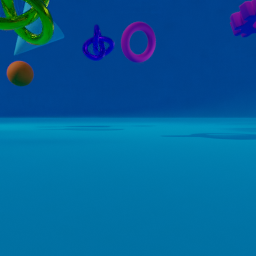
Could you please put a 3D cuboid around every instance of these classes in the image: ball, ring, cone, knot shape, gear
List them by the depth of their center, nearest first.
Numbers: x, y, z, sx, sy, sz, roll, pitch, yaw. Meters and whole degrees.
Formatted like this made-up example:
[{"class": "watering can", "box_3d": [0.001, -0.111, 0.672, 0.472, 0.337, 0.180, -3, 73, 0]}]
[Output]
[{"class": "gear", "box_3d": [3.156, -2.562, 6.115, 1.731, 0.320, 1.731, -15, -6, -2]}, {"class": "knot shape", "box_3d": [-2.763, -3.108, 7.492, 2.040, 1.909, 0.942, -33, 24, 1]}, {"class": "ball", "box_3d": [-3.514, -1.768, 9.156, 0.815, 0.815, 0.815, 0, 2, 0]}, {"class": "cone", "box_3d": [-3.305, -3.057, 9.456, 1.608, 1.614, 1.608, 39, -5, 4]}, {"class": "knot shape", "box_3d": [-1.068, -3.086, 10.037, 0.589, 1.193, 1.275, 16, 32, 37]}, {"class": "ring", "box_3d": [0.483, -3.788, 12.440, 1.740, 1.740, 0.348, -1, 19, -31]}]
